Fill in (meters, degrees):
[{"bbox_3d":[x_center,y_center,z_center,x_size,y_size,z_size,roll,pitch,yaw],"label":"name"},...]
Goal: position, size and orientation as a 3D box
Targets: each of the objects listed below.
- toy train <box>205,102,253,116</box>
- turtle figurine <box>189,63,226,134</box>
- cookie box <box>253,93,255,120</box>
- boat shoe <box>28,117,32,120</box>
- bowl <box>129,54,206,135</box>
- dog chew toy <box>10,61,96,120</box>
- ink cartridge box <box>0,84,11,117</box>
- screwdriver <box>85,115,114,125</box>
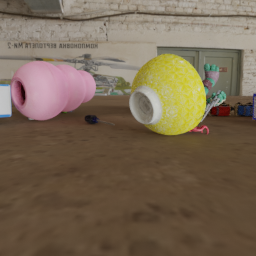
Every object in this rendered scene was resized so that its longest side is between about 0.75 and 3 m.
[{"bbox_3d":[3.417,-0.680,10.291,2.894,0.494,0.663,0,11,3],"label":"toy train"},{"bbox_3d":[1.389,-0.699,6.511,1.657,1.114,2.213,13,43,18],"label":"turtle figurine"},{"bbox_3d":[4.986,-0.519,7.640,2.007,0.882,2.346,-2,8,-11],"label":"cookie box"},{"bbox_3d":[-2.926,-0.426,9.281,0.759,0.259,0.280,-4,9,-25],"label":"boat shoe"},{"bbox_3d":[0.589,-0.548,5.711,0.936,1.740,1.740,-26,22,-36],"label":"bowl"},{"bbox_3d":[-2.191,-1.239,8.936,1.760,1.760,2.827,7,15,39],"label":"dog chew toy"},{"bbox_3d":[-4.525,-0.753,8.432,1.664,0.961,2.279,-4,3,-28],"label":"ink cartridge box"},{"bbox_3d":[-0.735,-0.165,7.500,0.286,0.274,1.964,32,-8,-31],"label":"screwdriver"}]
